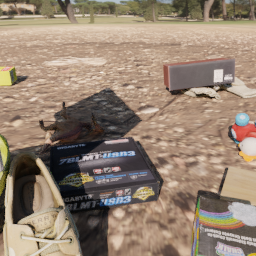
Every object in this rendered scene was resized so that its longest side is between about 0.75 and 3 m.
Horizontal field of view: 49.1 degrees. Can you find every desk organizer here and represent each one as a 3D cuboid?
[{"bbox_3d":[2.548,-2.012,10.216,2.414,0.866,0.929,-7,19,-5],"label":"desk organizer"}]

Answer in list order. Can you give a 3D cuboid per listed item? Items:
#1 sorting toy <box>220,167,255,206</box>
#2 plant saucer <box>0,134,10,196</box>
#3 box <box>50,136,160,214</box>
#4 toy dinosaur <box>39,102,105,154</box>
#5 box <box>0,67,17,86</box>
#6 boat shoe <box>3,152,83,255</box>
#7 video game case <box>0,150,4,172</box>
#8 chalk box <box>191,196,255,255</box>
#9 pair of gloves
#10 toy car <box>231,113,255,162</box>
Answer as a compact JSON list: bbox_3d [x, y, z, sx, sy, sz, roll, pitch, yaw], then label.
[{"bbox_3d":[2.156,1.155,4.794,1.000,0.348,0.994,12,27,24],"label":"sorting toy"},{"bbox_3d":[-2.680,1.019,4.144,2.336,0.363,2.336,-17,40,15],"label":"plant saucer"},{"bbox_3d":[-0.559,0.817,5.439,1.854,0.461,1.840,-5,26,-12],"label":"box"},{"bbox_3d":[-1.373,0.041,6.857,1.199,0.759,1.769,18,35,18],"label":"toy dinosaur"},{"bbox_3d":[-6.079,-2.150,11.710,2.525,0.633,0.950,-2,24,-3],"label":"box"},{"bbox_3d":[-1.046,1.338,3.367,0.933,0.840,2.588,-10,41,-22],"label":"boat shoe"},{"bbox_3d":[-2.179,-1.189,3.265,0.305,2.529,2.775,-20,51,-32],"label":"video game case"},{"bbox_3d":[1.168,1.593,3.259,0.844,0.838,1.353,8,26,13],"label":"chalk box"},{"bbox_3d":[3.344,-1.654,10.833,2.721,0.477,2.313,-5,25,-12],"label":"pair of gloves"},{"bbox_3d":[2.721,0.322,6.355,0.845,0.881,0.955,13,56,26],"label":"toy car"}]
